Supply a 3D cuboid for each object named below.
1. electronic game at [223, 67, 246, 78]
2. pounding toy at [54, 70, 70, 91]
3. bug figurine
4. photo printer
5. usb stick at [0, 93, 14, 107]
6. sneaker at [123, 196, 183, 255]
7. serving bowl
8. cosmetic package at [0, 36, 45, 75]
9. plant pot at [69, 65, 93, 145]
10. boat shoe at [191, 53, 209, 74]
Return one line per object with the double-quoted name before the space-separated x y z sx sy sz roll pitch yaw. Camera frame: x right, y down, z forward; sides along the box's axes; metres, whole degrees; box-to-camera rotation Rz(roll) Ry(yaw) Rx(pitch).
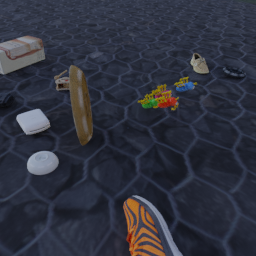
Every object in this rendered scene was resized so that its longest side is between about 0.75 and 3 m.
"electronic game" 5.188 -2.723 13.674 1.116 0.232 1.116 6 34 -4
"pounding toy" -2.783 -2.085 12.331 1.297 0.744 0.742 12 33 17
"bug figurine" 1.531 -1.241 10.850 1.822 0.604 2.349 -7 23 41
"photo printer" -3.354 -0.207 9.984 0.929 0.388 1.116 -21 40 -27
"usb stick" -6.019 -1.215 11.368 2.696 0.439 0.747 6 35 8
"sneaker" 0.165 2.522 5.592 1.470 1.018 2.624 -14 38 -21
"serving bowl" -2.562 0.981 8.387 0.918 0.302 0.918 1 36 0
"cosmetic package" -5.772 -3.822 14.447 1.347 1.137 2.607 22 41 28
"plant pot" -1.425 -0.718 8.840 0.347 2.526 2.526 -7 36 -2
"boat shoe" 3.624 -3.275 14.168 0.629 0.567 1.745 -3 35 -5
